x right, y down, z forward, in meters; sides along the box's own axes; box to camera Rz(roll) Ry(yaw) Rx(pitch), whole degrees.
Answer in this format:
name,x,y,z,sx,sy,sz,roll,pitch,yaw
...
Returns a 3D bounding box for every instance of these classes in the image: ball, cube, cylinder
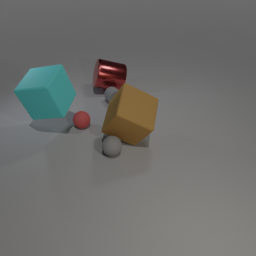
name,x,y,z,sx,sy,sz,roll,pitch,yaw
ball,-0.553,0.617,9.647,0.700,0.700,0.700,0,32,0
cube,0.070,-0.445,9.927,1.400,1.400,1.400,23,56,-17
cube,-2.968,-1.299,10.265,1.400,1.400,1.400,-3,44,19
ball,-1.864,-0.338,11.264,0.700,0.700,0.700,0,32,0
cylinder,-0.660,-1.496,13.048,0.700,0.700,0.700,-14,29,-21
cylinder,-0.924,-2.613,13.929,1.400,1.400,1.400,8,29,-18
